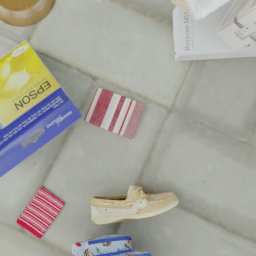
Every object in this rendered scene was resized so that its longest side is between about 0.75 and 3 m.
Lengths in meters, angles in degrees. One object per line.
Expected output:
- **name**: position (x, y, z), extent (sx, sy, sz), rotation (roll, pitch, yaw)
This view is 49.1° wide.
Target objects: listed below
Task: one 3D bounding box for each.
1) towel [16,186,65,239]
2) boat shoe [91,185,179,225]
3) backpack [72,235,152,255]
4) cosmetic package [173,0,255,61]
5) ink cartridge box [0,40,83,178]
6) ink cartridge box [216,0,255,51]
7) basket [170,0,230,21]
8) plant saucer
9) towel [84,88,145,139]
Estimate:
- **towel**: position (-2.459, 2.376, 7.884), extent (0.871, 0.135, 1.205), rotation (34, 83, 4)
- **boat shoe**: position (0.139, 1.971, 7.557), extent (2.411, 0.889, 0.834), rotation (-12, 88, -1)
- **backpack**: position (-0.437, 3.545, 6.836), extent (2.169, 2.277, 1.754), rotation (1, 69, -3)
- **cosmetic package**: position (2.866, -2.810, 7.995), extent (2.988, 1.065, 1.515), rotation (-4, 96, 0)
- **ink cartridge box**: position (-3.197, -0.584, 7.644), extent (2.875, 0.684, 2.909), rotation (-38, 64, -5)
- **ink cartridge box**: position (3.035, -2.706, 6.270), extent (0.754, 1.822, 1.335), rotation (36, 78, -13)
- **basket**: position (1.456, -3.505, 5.380), extent (1.865, 1.513, 1.881), rotation (-34, 128, 6)
- **plant saucer**: position (-3.340, -4.237, 8.697), extent (2.138, 0.378, 2.138), rotation (0, 82, 0)
- **towel**: position (-0.398, -0.447, 8.273), extent (1.541, 0.175, 1.110), rotation (21, 85, 5)
